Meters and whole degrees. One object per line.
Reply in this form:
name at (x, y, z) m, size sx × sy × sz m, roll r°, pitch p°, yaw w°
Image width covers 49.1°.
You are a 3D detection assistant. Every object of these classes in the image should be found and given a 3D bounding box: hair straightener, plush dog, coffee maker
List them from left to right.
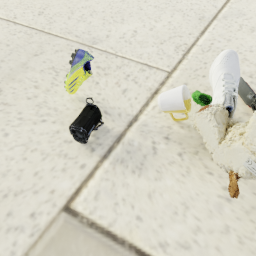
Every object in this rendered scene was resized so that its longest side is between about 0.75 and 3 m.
coffee maker at (-1.214, -0.193, 7.848) m, size 0.655 × 0.934 × 0.972 m, roll -7°, pitch 37°, yaw 33°
hair straightener at (3.751, -0.667, 8.434) m, size 0.487 × 0.916 × 2.381 m, roll -35°, pitch 50°, yaw 29°
plush dog at (3.074, 0.400, 6.528) m, size 2.248 × 2.100 × 2.618 m, roll -7°, pitch 5°, yaw -35°

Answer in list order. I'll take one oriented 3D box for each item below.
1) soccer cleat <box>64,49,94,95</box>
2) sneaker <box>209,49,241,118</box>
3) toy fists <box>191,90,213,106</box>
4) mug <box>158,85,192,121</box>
soccer cleat at (-1.489, -1.608, 8.619) m, size 0.743 × 1.776 × 0.574 m, roll 23°, pitch 47°, yaw -4°
sneaker at (2.659, -0.933, 7.532) m, size 0.884 × 2.372 × 1.033 m, roll 5°, pitch 6°, yaw -1°
toy fists at (2.487, -0.756, 8.417) m, size 1.251 × 0.430 × 0.638 m, roll 23°, pitch 2°, yaw -9°
mug at (1.338, -0.679, 8.133) m, size 0.824 × 1.003 × 0.803 m, roll -9°, pitch -1°, yaw 29°
